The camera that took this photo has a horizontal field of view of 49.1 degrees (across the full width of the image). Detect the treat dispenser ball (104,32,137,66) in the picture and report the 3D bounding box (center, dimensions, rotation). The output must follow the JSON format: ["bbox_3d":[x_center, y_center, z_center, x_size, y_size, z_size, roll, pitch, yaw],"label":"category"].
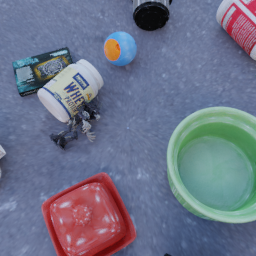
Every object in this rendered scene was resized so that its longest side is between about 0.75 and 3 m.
[{"bbox_3d":[-0.261,-2.658,9.422,1.107,1.107,1.107,0,66,0],"label":"treat dispenser ball"}]

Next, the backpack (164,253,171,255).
[{"bbox_3d":[1.742,3.655,5.929,2.204,2.414,1.624,8,66,2],"label":"backpack"}]

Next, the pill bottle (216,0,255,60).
[{"bbox_3d":[4.449,-3.344,9.450,1.584,1.584,2.822,-28,69,-12],"label":"pill bottle"}]

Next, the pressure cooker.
[{"bbox_3d":[0.806,-4.494,10.108,1.366,1.345,1.529,-16,60,35],"label":"pressure cooker"}]

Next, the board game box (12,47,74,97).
[{"bbox_3d":[-2.823,-1.946,9.561,2.003,0.282,1.355,-17,67,-7],"label":"board game box"}]

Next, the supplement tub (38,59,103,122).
[{"bbox_3d":[-1.740,-1.165,8.669,1.264,1.264,1.743,40,72,16],"label":"supplement tub"}]

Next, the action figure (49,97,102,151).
[{"bbox_3d":[-1.353,-0.057,8.343,1.868,1.110,0.953,-42,62,-7],"label":"action figure"}]

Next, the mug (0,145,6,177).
[{"bbox_3d":[-4.449,0.936,7.728,1.785,1.503,2.036,-41,97,-16],"label":"mug"}]

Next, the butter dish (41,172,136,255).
[{"bbox_3d":[-1.065,2.260,7.016,2.103,1.555,2.098,-25,69,-11],"label":"butter dish"}]

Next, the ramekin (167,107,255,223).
[{"bbox_3d":[2.465,1.070,7.583,2.990,1.461,2.990,0,66,0],"label":"ramekin"}]
